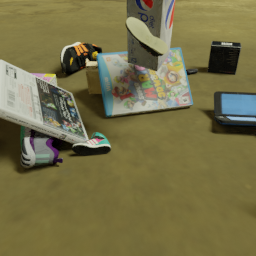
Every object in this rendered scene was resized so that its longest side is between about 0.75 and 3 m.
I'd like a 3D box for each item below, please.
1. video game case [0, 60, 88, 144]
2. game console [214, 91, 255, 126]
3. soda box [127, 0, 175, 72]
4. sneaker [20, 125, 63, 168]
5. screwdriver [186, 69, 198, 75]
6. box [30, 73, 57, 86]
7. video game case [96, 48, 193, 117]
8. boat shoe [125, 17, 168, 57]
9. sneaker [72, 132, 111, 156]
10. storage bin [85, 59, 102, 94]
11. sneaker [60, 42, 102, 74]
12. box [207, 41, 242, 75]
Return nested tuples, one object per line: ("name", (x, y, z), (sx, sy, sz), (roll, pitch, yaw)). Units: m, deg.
("video game case", (-2.374, -0.698, 7.624), (2.388, 0.307, 2.627), (24, 23, -35))
("game console", (3.387, -0.596, 8.296), (1.509, 0.893, 1.288), (2, 10, 5))
("soda box", (0.608, -3.011, 7.363), (1.018, 2.983, 0.946), (21, 55, 18))
("sneaker", (-2.297, 0.208, 7.393), (0.997, 0.848, 2.278), (5, 37, -23))
("screwdriver", (2.150, -2.268, 11.721), (1.712, 0.249, 0.239), (-14, 34, -15))
("box", (-3.316, -1.182, 9.404), (1.433, 0.787, 1.629), (4, 32, 6))
("video game case", (0.554, -1.543, 9.164), (2.902, 2.077, 0.258), (-8, -10, -12))
("boat shoe", (0.386, -2.093, 6.557), (0.433, 1.185, 0.371), (-62, 21, -16))
("sneaker", (-0.953, 0.378, 7.265), (0.971, 0.406, 0.586), (1, 36, -13))
("storage bin", (-0.787, -1.843, 9.932), (1.312, 1.302, 0.615), (1, 52, 1))
("sneaker", (-1.986, -3.183, 12.377), (1.299, 1.009, 2.886), (3, 30, 10))
("box", (4.079, -2.998, 11.924), (1.201, 1.180, 0.744), (9, 33, 14))
